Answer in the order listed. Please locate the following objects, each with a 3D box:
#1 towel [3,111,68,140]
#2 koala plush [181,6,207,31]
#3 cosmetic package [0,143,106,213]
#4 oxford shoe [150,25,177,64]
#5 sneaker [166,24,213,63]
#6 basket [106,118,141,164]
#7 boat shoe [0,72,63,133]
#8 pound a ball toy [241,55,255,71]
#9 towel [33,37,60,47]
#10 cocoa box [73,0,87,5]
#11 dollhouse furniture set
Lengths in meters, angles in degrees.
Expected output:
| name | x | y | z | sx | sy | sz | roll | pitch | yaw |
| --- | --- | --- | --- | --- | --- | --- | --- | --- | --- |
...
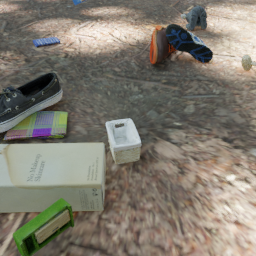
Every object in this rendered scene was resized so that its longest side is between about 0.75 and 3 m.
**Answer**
| name | x | y | z | sx | sy | sz | roll | pitch | yaw |
| --- | --- | --- | --- | --- | --- | --- | --- | --- | --- |
| towel | -2.443 | -0.082 | 7.551 | 1.590 | 0.181 | 1.142 | -4 | 38 | -6 |
| koala plush | 3.206 | -5.393 | 13.659 | 1.035 | 1.073 | 1.167 | -9 | 27 | -11 |
| cosmetic package | -1.634 | 0.983 | 5.679 | 2.322 | 0.849 | 1.202 | -1 | 39 | -2 |
| oxford shoe | 1.468 | -3.318 | 10.951 | 1.067 | 1.047 | 2.941 | 10 | 39 | 7 |
| sneaker | 2.291 | -3.233 | 10.726 | 2.077 | 0.786 | 0.800 | 35 | 27 | -10 |
| basket | -0.120 | 0.319 | 6.693 | 0.672 | 0.612 | 0.991 | -9 | 38 | -10 |
| boat shoe | -2.951 | -0.764 | 7.518 | 2.745 | 0.909 | 0.960 | -31 | 48 | -34 |
| pound a ball toy | 5.503 | -2.264 | 9.817 | 2.530 | 1.075 | 1.650 | 28 | 72 | 30 |
| towel | -3.567 | -3.770 | 12.252 | 1.078 | 0.128 | 0.780 | -16 | 39 | -22 |
| cocoa box | -0.915 | -3.784 | 7.037 | 0.835 | 0.848 | 1.272 | -7 | 32 | 35 |
| dollhouse furniture set | -0.560 | 2.142 | 3.947 | 2.416 | 1.208 | 0.933 | 31 | 46 | 34 |
